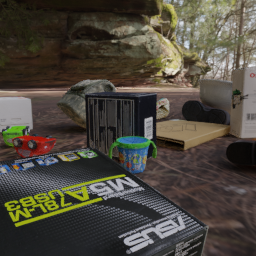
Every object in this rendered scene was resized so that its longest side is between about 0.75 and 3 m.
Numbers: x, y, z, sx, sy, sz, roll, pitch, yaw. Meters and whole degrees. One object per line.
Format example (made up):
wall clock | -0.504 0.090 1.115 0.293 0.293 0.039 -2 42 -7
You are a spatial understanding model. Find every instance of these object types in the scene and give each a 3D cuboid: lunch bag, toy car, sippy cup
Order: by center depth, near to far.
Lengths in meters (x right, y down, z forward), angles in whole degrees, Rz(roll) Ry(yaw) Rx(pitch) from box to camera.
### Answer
sippy cup | 0.096 0.529 5.437 0.853 0.625 0.670 3 12 16
toy car | -2.847 0.338 6.832 2.338 0.521 2.200 -1 10 -7
lunch bag | -1.390 -0.971 9.847 1.640 1.362 1.955 -49 26 -14

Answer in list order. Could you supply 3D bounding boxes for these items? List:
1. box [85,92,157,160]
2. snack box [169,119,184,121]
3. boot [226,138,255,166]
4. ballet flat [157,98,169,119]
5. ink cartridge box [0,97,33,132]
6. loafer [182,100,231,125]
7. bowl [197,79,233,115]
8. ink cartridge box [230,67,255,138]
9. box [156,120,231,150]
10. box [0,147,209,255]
box | -0.155 -0.089 6.466 1.454 1.466 0.903 7 13 31
snack box | 2.024 -0.217 10.927 0.436 0.139 0.751 -7 12 -33
boot | 3.311 0.576 5.826 1.978 0.720 2.101 -2 0 39
ballet flat | 1.359 -0.749 12.521 0.804 0.951 2.515 37 30 20
ink cartridge box | -4.125 -0.521 9.914 1.103 1.098 1.518 -7 12 -33
loafer | 3.015 -0.420 10.574 0.803 0.917 2.550 16 7 -28
bowl | 4.170 -1.017 11.227 3.013 1.354 3.013 11 7 -1
ink cartridge box | 4.053 -0.796 8.585 1.536 2.103 0.887 -1 10 -3
box | 1.488 0.113 8.675 2.309 0.300 2.825 9 14 41
box | -0.758 0.911 2.808 2.226 0.529 2.150 -7 20 -36
